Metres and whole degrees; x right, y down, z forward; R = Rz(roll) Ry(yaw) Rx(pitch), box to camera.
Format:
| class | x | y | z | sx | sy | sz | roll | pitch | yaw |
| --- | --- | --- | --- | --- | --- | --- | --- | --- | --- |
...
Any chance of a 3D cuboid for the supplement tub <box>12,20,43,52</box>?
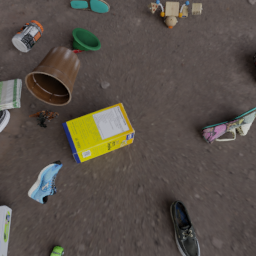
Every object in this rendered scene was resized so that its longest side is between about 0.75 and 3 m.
| class | x | y | z | sx | sy | sz | roll | pitch | yaw |
| --- | --- | --- | --- | --- | --- | --- | --- | --- | --- |
| supplement tub | -4.414 | -4.090 | 12.427 | 0.825 | 0.825 | 1.347 | 23 | 63 | 12 |

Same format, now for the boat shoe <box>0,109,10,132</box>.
| class | x | y | z | sx | sy | sz | roll | pitch | yaw |
| --- | --- | --- | --- | --- | --- | --- | --- | --- | --- |
| boat shoe | -5.468 | 0.022 | 10.142 | 2.473 | 0.819 | 0.865 | -40 | 68 | -20 |

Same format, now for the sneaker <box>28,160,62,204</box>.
| class | x | y | z | sx | sy | sz | roll | pitch | yaw |
| --- | --- | --- | --- | --- | --- | --- | --- | --- | --- |
| sneaker | -1.999 | 1.405 | 7.215 | 0.605 | 0.527 | 1.345 | 38 | 112 | 11 |

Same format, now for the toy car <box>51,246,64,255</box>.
| class | x | y | z | sx | sy | sz | roll | pitch | yaw |
| --- | --- | --- | --- | --- | --- | --- | --- | --- | --- |
| toy car | -2.235 | 4.093 | 8.183 | 1.312 | 0.293 | 1.234 | 11 | 62 | 6 |

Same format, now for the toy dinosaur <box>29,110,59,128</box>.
| class | x | y | z | sx | sy | sz | roll | pitch | yaw |
| --- | --- | --- | --- | --- | --- | --- | --- | --- | --- |
| toy dinosaur | -3.204 | -0.406 | 10.672 | 1.041 | 0.532 | 0.706 | -14 | 45 | 13 |

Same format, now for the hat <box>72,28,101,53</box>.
| class | x | y | z | sx | sy | sz | roll | pitch | yaw |
| --- | --- | --- | --- | --- | --- | --- | --- | --- | --- |
| hat | -2.209 | -3.529 | 12.521 | 1.566 | 1.379 | 1.297 | 16 | 47 | -30 |

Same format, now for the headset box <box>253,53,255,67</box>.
| class | x | y | z | sx | sy | sz | roll | pitch | yaw |
| --- | --- | --- | --- | --- | --- | --- | --- | --- | --- |
| headset box | 6.164 | -2.438 | 11.573 | 1.395 | 0.704 | 1.876 | -2 | 61 | -1 |

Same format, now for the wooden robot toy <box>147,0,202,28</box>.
| class | x | y | z | sx | sy | sz | roll | pitch | yaw |
| --- | --- | --- | --- | --- | --- | --- | --- | --- | --- |
| wooden robot toy | 2.152 | -5.259 | 13.222 | 2.538 | 1.118 | 1.152 | 3 | 96 | 1 |

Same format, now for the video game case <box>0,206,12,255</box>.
| class | x | y | z | sx | sy | sz | roll | pitch | yaw |
| --- | --- | --- | --- | --- | --- | --- | --- | --- | --- |
| video game case | -5.022 | 3.716 | 8.190 | 2.797 | 0.636 | 2.536 | -4 | 61 | -2 |

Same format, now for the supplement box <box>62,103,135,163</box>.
| class | x | y | z | sx | sy | sz | roll | pitch | yaw |
| --- | --- | --- | --- | --- | --- | --- | --- | --- | --- |
| supplement box | -1.007 | 0.198 | 9.774 | 2.169 | 1.188 | 1.181 | -20 | 70 | -10 |

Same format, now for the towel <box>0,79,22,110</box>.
| class | x | y | z | sx | sy | sz | roll | pitch | yaw |
| --- | --- | --- | --- | --- | --- | --- | --- | --- | --- |
| towel | -5.364 | -1.130 | 10.917 | 2.372 | 0.364 | 1.769 | -14 | 44 | -5 |

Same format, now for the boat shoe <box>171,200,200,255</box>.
| class | x | y | z | sx | sy | sz | roll | pitch | yaw |
| --- | --- | --- | --- | --- | --- | --- | --- | --- | --- |
| boat shoe | 1.727 | 3.128 | 8.588 | 0.630 | 0.520 | 1.835 | -12 | 62 | -7 |

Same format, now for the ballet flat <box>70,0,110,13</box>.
| class | x | y | z | sx | sy | sz | roll | pitch | yaw |
| --- | --- | --- | --- | --- | --- | --- | --- | --- | --- |
| ballet flat | -1.795 | -6.128 | 13.682 | 2.025 | 0.689 | 0.681 | 13 | 49 | 6 |

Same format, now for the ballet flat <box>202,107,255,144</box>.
| class | x | y | z | sx | sy | sz | roll | pitch | yaw |
| --- | --- | --- | --- | --- | --- | --- | --- | --- | --- |
| ballet flat | 3.835 | 0.003 | 10.279 | 2.277 | 0.787 | 0.810 | -21 | 82 | -6 |

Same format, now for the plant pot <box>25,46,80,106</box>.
| class | x | y | z | sx | sy | sz | roll | pitch | yaw |
| --- | --- | --- | --- | --- | --- | --- | --- | --- | --- |
| plant pot | -2.368 | -1.809 | 9.377 | 1.532 | 1.532 | 1.517 | 13 | 56 | 7 |
